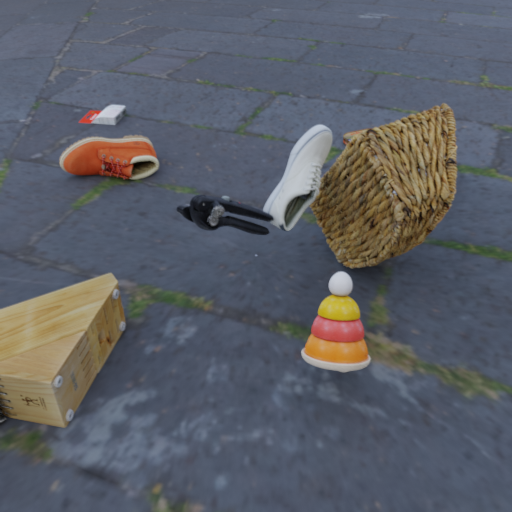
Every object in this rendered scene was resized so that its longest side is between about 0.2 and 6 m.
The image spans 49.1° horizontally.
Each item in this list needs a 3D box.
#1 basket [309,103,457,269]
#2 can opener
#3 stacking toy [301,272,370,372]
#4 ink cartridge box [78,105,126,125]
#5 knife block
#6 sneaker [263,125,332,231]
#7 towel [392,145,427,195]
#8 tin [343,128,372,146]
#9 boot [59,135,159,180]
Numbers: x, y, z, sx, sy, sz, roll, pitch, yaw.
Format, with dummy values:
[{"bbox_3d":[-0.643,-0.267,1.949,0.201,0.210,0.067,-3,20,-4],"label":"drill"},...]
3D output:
[{"bbox_3d":[2.504,-1.060,10.023,2.044,2.743,1.958,-23,78,-21],"label":"basket"},{"bbox_3d":[-0.383,-0.664,8.971,1.767,0.560,0.694,5,23,-39],"label":"can opener"},{"bbox_3d":[1.181,0.893,7.993,0.984,1.347,0.984,4,6,0],"label":"stacking toy"},{"bbox_3d":[-4.559,-4.206,16.612,1.161,0.331,0.943,9,37,5],"label":"ink cartridge box"},{"bbox_3d":[-3.792,1.409,8.310,2.769,1.009,3.154,9,38,10],"label":"knife block"},{"bbox_3d":[0.841,-1.268,9.522,0.693,1.897,0.672,12,23,-43],"label":"sneaker"},{"bbox_3d":[3.708,-2.145,13.239,1.802,0.931,2.176,9,37,13],"label":"towel"},{"bbox_3d":[2.932,-3.210,15.291,1.206,0.253,0.675,-14,43,-19],"label":"tin"},{"bbox_3d":[-3.512,-2.281,13.551,2.316,0.869,1.242,-14,44,-20],"label":"boot"}]
